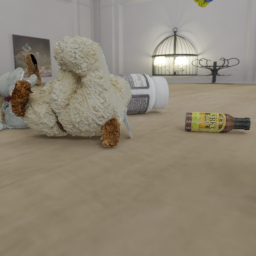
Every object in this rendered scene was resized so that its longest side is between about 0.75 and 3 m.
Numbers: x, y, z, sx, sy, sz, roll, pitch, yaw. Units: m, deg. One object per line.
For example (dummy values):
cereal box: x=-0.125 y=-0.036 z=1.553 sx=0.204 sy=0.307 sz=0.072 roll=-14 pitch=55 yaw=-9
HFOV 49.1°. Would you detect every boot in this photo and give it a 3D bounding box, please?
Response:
boot: x=-3.389 y=-2.089 z=10.090 sx=0.438 sy=1.190 sz=0.449 roll=-26 pitch=18 yaw=-36

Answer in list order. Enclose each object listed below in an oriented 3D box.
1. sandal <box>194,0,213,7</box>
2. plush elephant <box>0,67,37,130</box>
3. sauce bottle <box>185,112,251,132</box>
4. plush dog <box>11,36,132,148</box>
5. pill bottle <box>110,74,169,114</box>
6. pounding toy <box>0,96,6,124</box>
sandal: x=1.746 y=-3.928 z=7.265 sx=2.023 sy=0.804 sz=0.881 roll=11 pitch=-3 yaw=-34
plush elephant: x=-3.319 y=-0.942 z=8.597 sx=1.892 sy=1.778 sz=2.297 roll=7 pitch=14 yaw=32
sauce bottle: x=2.478 y=-0.161 z=7.828 sx=1.738 sy=0.562 sz=0.562 roll=1 pitch=11 yaw=12
plush dog: x=-1.412 y=-0.463 z=6.960 sx=2.501 sy=2.337 sz=2.912 roll=-11 pitch=-21 yaw=19
pill bottle: x=0.094 y=-1.343 z=11.099 sx=2.780 sy=1.582 sz=1.582 roll=-3 pitch=12 yaw=-16
pounding toy: x=-4.674 y=-1.055 z=9.391 sx=1.300 sy=1.684 sz=1.829 roll=1 pitch=11 yaw=3
